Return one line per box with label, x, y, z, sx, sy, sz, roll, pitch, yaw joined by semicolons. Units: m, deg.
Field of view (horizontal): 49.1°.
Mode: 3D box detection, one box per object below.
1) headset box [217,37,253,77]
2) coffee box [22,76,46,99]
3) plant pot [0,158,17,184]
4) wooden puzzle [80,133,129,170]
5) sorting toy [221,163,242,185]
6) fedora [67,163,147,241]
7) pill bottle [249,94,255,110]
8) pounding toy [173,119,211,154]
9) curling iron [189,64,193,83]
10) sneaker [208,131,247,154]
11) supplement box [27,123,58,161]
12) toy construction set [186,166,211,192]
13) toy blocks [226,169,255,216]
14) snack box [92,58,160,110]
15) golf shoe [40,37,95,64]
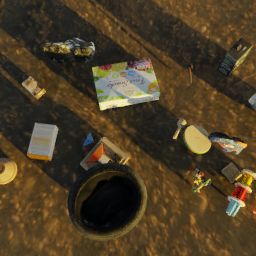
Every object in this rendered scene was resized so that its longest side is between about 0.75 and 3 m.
headset box;4.481;-2.979;11.745;0.593;1.279;1.114;43;76;14
coffee box;-3.950;-1.692;11.765;0.871;0.347;0.498;40;75;13
plant pot;-4.740;1.567;10.502;1.001;0.462;1.001;0;69;-1
wooden puzzle;-0.868;1.241;10.724;2.336;0.273;1.576;30;72;11
sorting toy;3.836;1.774;10.623;0.807;0.108;0.601;-34;78;-12
fedora;-0.697;2.491;9.686;2.672;1.220;2.672;1;76;-2
pill bottle;5.518;-0.817;11.251;0.705;0.705;1.240;-27;71;-10
pounding toy;2.373;0.455;10.763;1.478;0.686;1.141;30;56;-4
curling iron;2.650;-2.313;11.876;0.103;0.200;0.807;-5;101;-24
sneaker;3.626;0.596;10.316;1.548;0.583;0.607;18;110;-13
supplement box;-3.291;0.526;10.865;0.839;0.490;1.332;8;70;3
toy construction set;2.515;1.934;10.326;0.699;0.759;0.910;-44;55;-2
toy blocks;4.399;2.582;10.034;1.449;0.631;1.738;32;73;12
snack box;-0.107;-1.836;11.598;2.482;0.657;1.765;-11;68;-6
golf shoe;-2.588;-3.436;12.257;2.351;0.914;1.111;8;49;4
